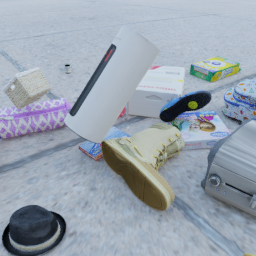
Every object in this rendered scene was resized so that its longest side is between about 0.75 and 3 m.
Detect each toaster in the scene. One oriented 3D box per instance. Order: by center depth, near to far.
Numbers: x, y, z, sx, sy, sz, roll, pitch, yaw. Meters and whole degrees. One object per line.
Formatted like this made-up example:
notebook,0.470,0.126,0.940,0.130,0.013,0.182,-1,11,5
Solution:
toaster,3.256,0.937,6.972,1.810,1.592,2.802,30,40,33

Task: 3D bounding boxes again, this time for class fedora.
fedora,-2.029,2.071,5.996,1.353,0.618,1.353,0,32,0

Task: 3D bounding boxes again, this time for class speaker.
speaker,-0.423,-1.120,7.473,1.218,2.998,1.218,33,9,-6

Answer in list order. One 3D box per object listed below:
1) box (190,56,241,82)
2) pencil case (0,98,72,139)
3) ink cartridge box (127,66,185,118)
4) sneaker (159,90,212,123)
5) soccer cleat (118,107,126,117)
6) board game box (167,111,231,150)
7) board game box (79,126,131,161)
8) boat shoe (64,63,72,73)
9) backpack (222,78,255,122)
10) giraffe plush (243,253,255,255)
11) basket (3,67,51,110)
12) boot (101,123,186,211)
box,4.568,-3.082,14.384,2.495,0.603,1.464,-20,37,-32
pencil case,-3.237,-0.385,9.484,2.516,1.075,1.056,-14,70,-23
ink cartridge box,1.191,-1.526,11.308,1.987,1.142,2.737,7,32,11
sneaker,1.859,-0.851,9.203,1.937,0.638,0.759,-27,24,40
soccer cleat,-0.880,-0.587,10.418,1.652,0.551,0.632,-18,32,-22
board game box,2.362,0.039,9.476,1.788,0.368,1.784,-5,32,-4
board game box,-0.718,0.462,8.988,0.810,0.153,1.574,28,41,31
boat shoe,-3.195,-3.250,14.840,0.433,0.377,1.176,-4,32,-6
backpack,4.430,-0.946,10.233,1.900,1.463,1.809,-30,32,-35
giraffe plush,2.372,2.623,4.556,1.263,1.187,1.464,-8,33,-13
basket,-3.147,-1.238,8.770,0.993,0.806,1.002,-30,6,39
boot,0.826,0.840,7.639,2.200,1.030,2.831,-19,32,-27
